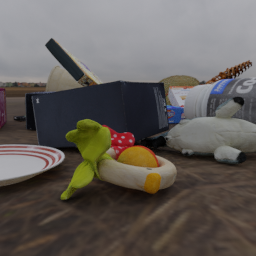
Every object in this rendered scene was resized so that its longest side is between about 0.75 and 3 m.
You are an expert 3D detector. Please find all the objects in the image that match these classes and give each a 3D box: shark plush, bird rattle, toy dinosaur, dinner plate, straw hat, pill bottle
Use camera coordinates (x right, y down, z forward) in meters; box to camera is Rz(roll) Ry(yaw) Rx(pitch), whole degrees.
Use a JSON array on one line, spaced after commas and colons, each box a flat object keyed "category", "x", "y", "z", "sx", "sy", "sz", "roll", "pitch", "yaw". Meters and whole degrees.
[{"category": "shark plush", "x": 1.428, "y": 0.362, "z": 5.592, "sx": 2.566, "sy": 1.166, "sz": 1.069, "roll": -19, "pitch": -23, "yaw": 29}, {"category": "bird rattle", "x": -0.067, "y": 0.521, "z": 3.789, "sx": 1.436, "sy": 0.993, "sz": 1.762, "roll": 15, "pitch": 0, "yaw": 21}, {"category": "toy dinosaur", "x": 2.922, "y": -0.987, "z": 9.173, "sx": 1.438, "sy": 1.910, "sz": 2.815, "roll": -16, "pitch": -30, "yaw": -14}, {"category": "dinner plate", "x": -2.083, "y": 0.579, "z": 4.301, "sx": 2.179, "sy": 0.264, "sz": 2.179, "roll": -1, "pitch": 8, "yaw": 0}, {"category": "straw hat", "x": 2.522, "y": -1.278, "z": 14.003, "sx": 2.768, "sy": 2.768, "sz": 1.172, "roll": -2, "pitch": 48, "yaw": -12}, {"category": "pill bottle", "x": 2.819, "y": -0.426, "z": 6.767, "sx": 1.569, "sy": 1.569, "sz": 2.759, "roll": -6, "pitch": 9, "yaw": -37}]

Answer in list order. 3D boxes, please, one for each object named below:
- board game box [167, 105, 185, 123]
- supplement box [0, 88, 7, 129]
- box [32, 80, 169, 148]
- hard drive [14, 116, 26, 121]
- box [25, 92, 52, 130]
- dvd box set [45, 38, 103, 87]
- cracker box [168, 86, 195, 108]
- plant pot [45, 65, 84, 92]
[{"category": "board game box", "x": 0.795, "y": -0.622, "z": 11.567, "sx": 2.109, "sy": 0.624, "sz": 2.773, "roll": -3, "pitch": 8, "yaw": -20}, {"category": "supplement box", "x": -5.085, "y": -0.684, "z": 9.322, "sx": 1.722, "sy": 1.358, "sz": 2.631, "roll": -2, "pitch": 8, "yaw": -17}, {"category": "box", "x": -0.542, "y": -0.312, "z": 6.364, "sx": 2.298, "sy": 1.196, "sz": 2.092, "roll": -5, "pitch": 4, "yaw": 30}, {"category": "hard drive", "x": -4.156, "y": -0.413, "z": 11.691, "sx": 0.686, "sy": 0.186, "sz": 0.982, "roll": 7, "pitch": 11, "yaw": 43}, {"category": "box", "x": -2.187, "y": -0.634, "z": 9.571, "sx": 1.977, "sy": 1.218, "sz": 1.961, "roll": 1, "pitch": 7, "yaw": 1}, {"category": "dvd box set", "x": -1.557, "y": -1.912, "z": 10.079, "sx": 2.016, "sy": 0.405, "sz": 2.756, "roll": 47, "pitch": 7, "yaw": 21}, {"category": "cracker box", "x": 2.714, "y": -1.153, "z": 12.463, "sx": 1.411, "sy": 0.608, "sz": 2.107, "roll": -1, "pitch": 35, "yaw": -7}, {"category": "plant pot", "x": -2.955, "y": -1.906, "z": 15.410, "sx": 2.398, "sy": 2.620, "sz": 2.620, "roll": 12, "pitch": 8, "yaw": 0}]
